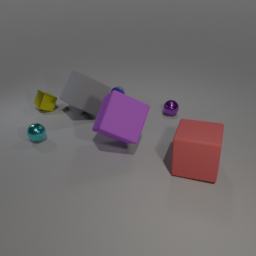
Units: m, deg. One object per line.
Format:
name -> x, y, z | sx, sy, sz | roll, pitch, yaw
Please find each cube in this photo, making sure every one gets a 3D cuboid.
cube -> -3.787, -1.248, 12.831 | 0.700, 0.700, 0.700 | 12, 16, -44
cube -> -1.867, -1.522, 12.140 | 1.400, 1.400, 1.400 | 23, 5, -36
cube -> 2.237, 0.681, 8.998 | 1.400, 1.400, 1.400 | 8, 30, 18
cube -> -0.279, -0.334, 9.855 | 1.400, 1.400, 1.400 | 22, -9, -15

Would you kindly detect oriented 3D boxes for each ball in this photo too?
ball -> -3.465, 0.164, 10.608 | 0.700, 0.700, 0.700 | 0, 31, 0
ball -> 1.917, -0.899, 12.480 | 0.700, 0.700, 0.700 | 0, 31, 0

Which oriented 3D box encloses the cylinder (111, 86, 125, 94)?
cylinder -> -0.509, -1.650, 13.585 | 0.700, 0.700, 0.700 | 0, 14, 1
